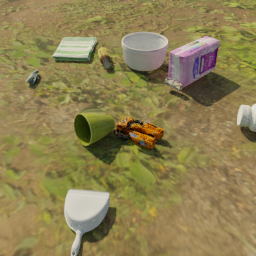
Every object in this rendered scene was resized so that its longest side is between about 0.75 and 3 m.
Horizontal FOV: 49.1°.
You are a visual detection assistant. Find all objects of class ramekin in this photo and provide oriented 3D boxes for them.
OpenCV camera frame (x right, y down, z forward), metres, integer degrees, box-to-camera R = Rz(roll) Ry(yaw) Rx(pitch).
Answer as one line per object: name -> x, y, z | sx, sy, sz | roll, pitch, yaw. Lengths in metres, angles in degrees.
ramekin -> 0.860, -3.966, 14.594 | 2.386, 1.252, 2.386 | 0, 40, 0

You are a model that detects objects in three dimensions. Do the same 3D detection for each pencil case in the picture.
pencil case -> 2.049, -1.950, 12.561 | 0.888, 0.345, 0.397 | 35, 33, 29

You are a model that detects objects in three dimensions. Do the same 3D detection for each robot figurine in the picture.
robot figurine -> 0.344, 0.088, 10.299 | 1.795, 0.522, 1.301 | 22, 43, 24

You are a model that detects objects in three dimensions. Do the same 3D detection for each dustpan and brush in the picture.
dustpan and brush -> -1.241, 2.517, 7.509 | 1.276, 0.523, 1.828 | 4, 33, 6

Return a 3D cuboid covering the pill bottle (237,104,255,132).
pill bottle -> 5.141, -0.333, 10.370 | 1.927, 1.069, 1.069 | 9, 41, 10

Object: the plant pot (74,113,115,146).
plant pot -> -1.126, -0.059, 10.158 | 1.237, 1.157, 1.157 | -15, 40, -38

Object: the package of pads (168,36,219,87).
package of pads -> 3.081, -3.115, 13.245 | 2.754, 1.659, 1.042 | -30, 47, -31

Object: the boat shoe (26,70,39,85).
boat shoe -> -4.542, -2.440, 13.553 | 0.374, 0.441, 1.211 | 41, 28, -19

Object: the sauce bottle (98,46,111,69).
sauce bottle -> -1.227, -3.727, 14.848 | 0.584, 0.584, 1.804 | -9, 41, -10

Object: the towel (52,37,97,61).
towel -> -3.008, -4.603, 16.081 | 2.146, 0.329, 2.813 | 2, 40, 3
